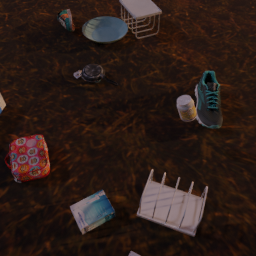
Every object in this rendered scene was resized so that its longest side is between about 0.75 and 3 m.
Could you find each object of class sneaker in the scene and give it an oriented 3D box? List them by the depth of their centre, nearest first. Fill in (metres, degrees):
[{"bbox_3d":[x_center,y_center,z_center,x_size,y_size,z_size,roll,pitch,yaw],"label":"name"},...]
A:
[{"bbox_3d":[3.348,-1.261,11.591,1.093,1.285,2.818,-1,52,0],"label":"sneaker"},{"bbox_3d":[-3.539,-6.023,15.851,0.821,0.734,2.056,-14,47,-5],"label":"sneaker"}]

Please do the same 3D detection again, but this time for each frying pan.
[{"bbox_3d":[-1.412,-2.353,12.852,1.119,0.301,1.851,-31,60,-20],"label":"frying pan"}]

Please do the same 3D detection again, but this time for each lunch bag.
[{"bbox_3d":[-3.643,1.085,10.079,1.473,0.685,1.672,-13,52,-10],"label":"lunch bag"}]

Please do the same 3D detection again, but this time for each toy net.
[{"bbox_3d":[-1.879,-2.543,13.267,1.482,0.286,0.777,17,53,14],"label":"toy net"}]

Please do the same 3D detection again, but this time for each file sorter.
[{"bbox_3d":[1.395,2.271,8.816,1.904,1.185,1.321,16,52,13],"label":"file sorter"},{"bbox_3d":[0.643,-6.206,15.534,1.511,1.355,2.177,-19,54,-15],"label":"file sorter"}]

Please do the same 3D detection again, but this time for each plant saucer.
[{"bbox_3d":[-1.243,-5.258,15.337,2.489,0.479,2.489,0,51,-1],"label":"plant saucer"}]

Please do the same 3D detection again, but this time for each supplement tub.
[{"bbox_3d":[1.964,-0.658,9.398,0.575,0.791,0.575,-14,44,14],"label":"supplement tub"}]

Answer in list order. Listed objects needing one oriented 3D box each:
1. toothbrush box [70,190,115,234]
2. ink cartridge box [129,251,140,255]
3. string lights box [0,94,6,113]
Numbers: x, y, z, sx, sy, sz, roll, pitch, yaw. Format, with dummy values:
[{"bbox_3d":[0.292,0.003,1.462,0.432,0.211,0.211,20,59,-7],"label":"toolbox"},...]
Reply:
[{"bbox_3d":[-1.121,2.664,8.925,1.179,0.503,0.863,-25,55,-19],"label":"toothbrush box"},{"bbox_3d":[0.380,4.177,7.866,1.142,0.326,0.928,19,53,20],"label":"ink cartridge box"},{"bbox_3d":[-6.223,-0.290,11.098,1.416,0.812,2.755,8,52,7],"label":"string lights box"}]
